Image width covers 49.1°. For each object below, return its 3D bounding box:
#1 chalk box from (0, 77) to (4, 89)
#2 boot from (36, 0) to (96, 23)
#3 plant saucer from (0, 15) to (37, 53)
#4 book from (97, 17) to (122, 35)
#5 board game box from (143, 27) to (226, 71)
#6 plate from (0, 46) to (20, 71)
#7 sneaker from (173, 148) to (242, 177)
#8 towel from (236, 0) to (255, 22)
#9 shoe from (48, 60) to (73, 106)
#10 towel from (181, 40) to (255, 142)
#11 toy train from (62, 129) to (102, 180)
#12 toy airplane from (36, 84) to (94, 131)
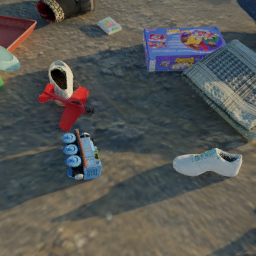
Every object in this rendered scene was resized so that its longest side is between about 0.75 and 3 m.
[{"bbox_3d":[-4.863,-1.754,8.729,1.288,1.281,2.070,35,55,29],"label":"chalk box"},{"bbox_3d":[-3.130,-5.739,12.587,2.879,1.053,2.167,39,57,23],"label":"boot"},{"bbox_3d":[-5.408,-3.428,10.770,2.894,0.531,2.889,12,49,12],"label":"plant saucer"},{"bbox_3d":[-0.791,-4.284,11.795,0.641,0.231,0.959,-29,55,-20],"label":"book"},{"bbox_3d":[2.037,-2.910,10.207,2.827,0.633,1.901,-2,47,-2],"label":"board game box"},{"bbox_3d":[-2.115,-1.184,4.477,0.805,0.103,0.805,28,27,-15],"label":"plate"},{"bbox_3d":[1.919,0.756,6.782,1.616,0.715,0.608,1,49,1],"label":"sneaker"},{"bbox_3d":[2.859,-2.284,5.024,1.270,0.552,2.274,30,14,-18],"label":"towel"},{"bbox_3d":[-2.148,-1.615,9.051,0.765,0.584,2.189,-12,49,-11],"label":"shoe"},{"bbox_3d":[3.476,-1.309,8.380,2.801,0.502,2.909,-33,71,-27],"label":"towel"},{"bbox_3d":[-1.164,0.648,6.989,0.823,0.625,1.441,-6,45,-18],"label":"toy train"},{"bbox_3d":[-1.841,-0.785,8.304,1.804,0.332,1.804,8,52,-11],"label":"toy airplane"}]
